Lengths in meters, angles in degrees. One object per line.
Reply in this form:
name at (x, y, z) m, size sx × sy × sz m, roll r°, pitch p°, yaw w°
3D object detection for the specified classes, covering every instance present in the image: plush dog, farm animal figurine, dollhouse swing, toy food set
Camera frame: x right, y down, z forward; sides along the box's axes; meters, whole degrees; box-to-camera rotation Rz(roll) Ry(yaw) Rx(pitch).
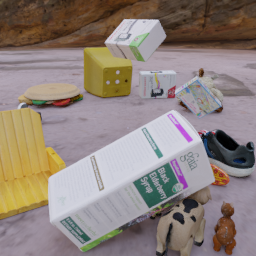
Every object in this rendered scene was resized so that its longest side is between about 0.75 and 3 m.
plush dog at (3.357, -1.489, 12.718) m, size 2.220 × 1.781 × 1.907 m, roll 3°, pitch 44°, yaw 7°
farm animal figurine at (0.975, 1.347, 5.364) m, size 1.773 × 1.104 × 2.196 m, roll -7°, pitch 21°, yaw -18°
dollhouse swing at (-2.558, 0.653, 6.318) m, size 2.012 × 1.768 × 1.828 m, roll -11°, pitch 23°, yaw -30°
toy food set at (-3.797, -1.677, 14.140) m, size 2.835 × 0.697 × 2.864 m, roll 12°, pitch 24°, yaw 30°

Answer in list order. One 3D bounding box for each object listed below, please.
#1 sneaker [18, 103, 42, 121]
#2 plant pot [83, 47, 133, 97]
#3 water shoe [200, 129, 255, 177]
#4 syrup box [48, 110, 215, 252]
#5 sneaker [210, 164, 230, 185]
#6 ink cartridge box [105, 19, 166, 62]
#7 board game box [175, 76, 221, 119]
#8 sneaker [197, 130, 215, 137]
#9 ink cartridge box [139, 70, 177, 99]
sneaker at (-3.835, -0.459, 10.973) m, size 0.965 × 0.688 × 1.947 m, roll -1°, pitch 26°, yaw -9°
plant pot at (-0.967, -2.916, 15.424) m, size 2.464 × 2.464 × 2.174 m, roll -8°, pitch 33°, yaw -21°
water shoe at (2.418, 0.452, 7.917) m, size 0.917 × 1.012 × 2.564 m, roll -15°, pitch 25°, yaw -35°
syrup box at (0.043, 0.895, 4.906) m, size 2.650 × 1.043 × 1.079 m, roll -28°, pitch 36°, yaw 1°
sneaker at (1.973, 1.044, 7.132) m, size 0.521 × 0.493 × 1.350 m, roll -7°, pitch 22°, yaw -45°
ink cartridge box at (0.186, -2.550, 8.094) m, size 1.450 × 0.609 × 1.055 m, roll 23°, pitch 70°, yaw 44°
board game box at (1.602, -0.674, 6.391) m, size 0.614 × 0.914 × 0.156 m, roll -33°, pitch 26°, yaw 33°
sneaker at (2.687, 0.241, 9.569) m, size 0.427 × 0.270 × 0.759 m, roll -9°, pitch 15°, yaw -34°
ink cartridge box at (1.545, -2.290, 14.854) m, size 1.855 × 1.352 × 0.768 m, roll -3°, pitch 23°, yaw -6°
